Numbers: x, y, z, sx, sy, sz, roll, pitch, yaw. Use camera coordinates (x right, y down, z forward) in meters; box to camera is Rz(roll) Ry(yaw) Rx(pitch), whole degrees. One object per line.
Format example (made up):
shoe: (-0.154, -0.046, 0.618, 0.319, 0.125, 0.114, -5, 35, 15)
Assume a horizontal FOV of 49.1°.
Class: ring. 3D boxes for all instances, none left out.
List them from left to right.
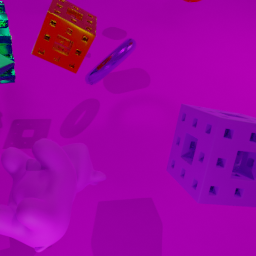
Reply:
ring: (-0.452, -1.698, 7.198, 0.330, 1.648, 1.648, 49, 59, -14)

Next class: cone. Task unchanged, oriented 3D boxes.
cone: (-3.157, -1.523, 5.702, 1.143, 1.147, 1.143, -30, 16, 9)

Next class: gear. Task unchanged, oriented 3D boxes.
gear: (-3.147, -2.095, 6.957, 0.357, 1.929, 1.929, -10, 52, -24)

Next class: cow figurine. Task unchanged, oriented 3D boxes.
cow figurine: (-0.982, 0.856, 3.870, 0.942, 1.688, 1.716, -15, 50, 15)

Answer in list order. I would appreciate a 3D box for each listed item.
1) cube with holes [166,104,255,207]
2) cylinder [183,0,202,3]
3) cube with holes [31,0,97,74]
cube with holes: (1.494, 0.386, 4.413, 1.208, 1.208, 1.208, 8, 11, -15)
cylinder: (1.701, -3.999, 7.165, 1.053, 1.053, 1.053, -11, 60, 21)
cube with holes: (-1.342, -2.010, 6.032, 1.001, 1.001, 1.001, 21, 38, -22)
